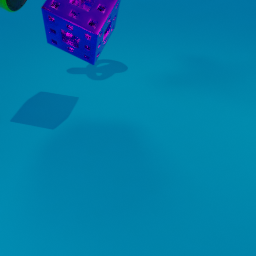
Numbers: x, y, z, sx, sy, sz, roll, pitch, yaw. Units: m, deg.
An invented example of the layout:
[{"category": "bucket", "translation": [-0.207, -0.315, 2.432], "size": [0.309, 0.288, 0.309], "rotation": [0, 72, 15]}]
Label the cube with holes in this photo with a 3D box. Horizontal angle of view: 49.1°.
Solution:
[{"category": "cube with holes", "translation": [-1.017, -2.447, 6.279], "size": [1.229, 1.229, 1.229], "rotation": [25, 71, -2]}]

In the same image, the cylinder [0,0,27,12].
[{"category": "cylinder", "translation": [-2.309, -2.698, 4.856], "size": [0.986, 0.986, 0.986], "rotation": [27, 42, -3]}]
